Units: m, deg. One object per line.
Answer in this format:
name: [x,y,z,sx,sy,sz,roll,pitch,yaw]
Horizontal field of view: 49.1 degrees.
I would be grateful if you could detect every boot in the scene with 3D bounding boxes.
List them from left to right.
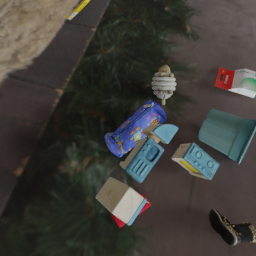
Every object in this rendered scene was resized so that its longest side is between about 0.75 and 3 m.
boot: [2.525,2.375,6.748,0.809,0.393,1.074,7,17,-19]

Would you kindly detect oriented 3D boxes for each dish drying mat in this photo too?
dish drying mat: [0.094,2.097,7.165,1.001,0.091,0.384,-30,64,-20]

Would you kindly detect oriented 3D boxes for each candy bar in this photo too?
candy bar: [-1.897,-4.550,10.670,1.273,0.317,0.141,-31,88,27]

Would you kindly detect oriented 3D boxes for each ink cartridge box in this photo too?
ink cartridge box: [3.620,-1.607,9.251,1.280,0.320,1.030,20,54,7]

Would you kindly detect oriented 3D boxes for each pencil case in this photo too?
pencil case: [0.239,-0.032,8.026,1.971,0.856,0.769,-39,52,-20]

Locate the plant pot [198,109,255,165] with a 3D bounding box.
plant pot: [2.744,0.134,7.779,1.284,1.311,1.311,27,62,24]

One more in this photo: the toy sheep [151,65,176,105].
toy sheep: [1.129,-1.353,8.831,0.859,0.859,1.245,7,97,4]

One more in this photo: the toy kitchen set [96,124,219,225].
toy kitchen set: [0.872,1.291,6.601,1.987,1.461,2.481,39,78,-14]
